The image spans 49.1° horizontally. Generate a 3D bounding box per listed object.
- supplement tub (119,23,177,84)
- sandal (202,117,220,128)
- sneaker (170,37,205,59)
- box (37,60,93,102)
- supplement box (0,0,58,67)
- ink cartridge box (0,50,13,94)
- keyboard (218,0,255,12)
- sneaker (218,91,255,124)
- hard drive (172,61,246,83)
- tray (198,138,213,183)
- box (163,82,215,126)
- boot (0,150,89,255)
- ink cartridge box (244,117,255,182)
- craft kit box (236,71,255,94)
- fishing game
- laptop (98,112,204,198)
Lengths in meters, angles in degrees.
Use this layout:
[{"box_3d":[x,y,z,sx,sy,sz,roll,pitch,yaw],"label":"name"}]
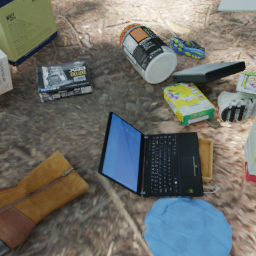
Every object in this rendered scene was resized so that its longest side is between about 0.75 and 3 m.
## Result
[{"box_3d":[0.652,-2.790,10.214,1.381,1.381,2.254,-21,54,-16],"label":"supplement tub"},{"box_3d":[2.485,-0.388,8.963,1.076,0.291,0.432,36,59,25],"label":"sandal"},{"box_3d":[2.367,-3.228,11.161,1.494,0.530,0.619,26,51,13],"label":"sneaker"},{"box_3d":[-2.245,-1.694,9.911,1.804,0.449,1.423,-11,51,-8],"label":"box"},{"box_3d":[-4.333,-4.277,10.652,1.711,2.545,2.548,24,55,18],"label":"supplement box"},{"box_3d":[-4.772,-2.111,9.400,2.662,1.533,0.903,43,56,18],"label":"ink cartridge box"},{"box_3d":[3.308,-3.056,6.404,0.149,0.789,2.804,9,14,-37],"label":"keyboard"},{"box_3d":[4.181,-0.795,8.933,2.652,0.996,1.075,1,41,-1],"label":"sneaker"},{"box_3d":[2.603,-1.854,9.329,1.472,0.347,2.110,-18,15,-15],"label":"hard drive"},{"box_3d":[2.049,0.879,7.973,0.660,0.248,1.337,10,52,7],"label":"tray"},{"box_3d":[1.880,-0.887,9.088,1.077,0.444,1.836,-15,42,-6],"label":"box"},{"box_3d":[-2.869,1.402,7.088,2.683,0.976,2.849,37,59,26],"label":"boot"},{"box_3d":[3.827,0.528,7.279,1.201,1.660,1.206,6,51,13],"label":"ink cartridge box"},{"box_3d":[4.728,-1.247,8.424,2.509,0.616,2.541,18,19,24],"label":"craft kit box"},{"box_3d":[1.357,2.456,6.560,2.060,0.447,2.876,3,40,6],"label":"fishing game"},{"box_3d":[0.676,0.607,7.424,2.426,1.253,2.150,-4,47,12],"label":"laptop"}]
